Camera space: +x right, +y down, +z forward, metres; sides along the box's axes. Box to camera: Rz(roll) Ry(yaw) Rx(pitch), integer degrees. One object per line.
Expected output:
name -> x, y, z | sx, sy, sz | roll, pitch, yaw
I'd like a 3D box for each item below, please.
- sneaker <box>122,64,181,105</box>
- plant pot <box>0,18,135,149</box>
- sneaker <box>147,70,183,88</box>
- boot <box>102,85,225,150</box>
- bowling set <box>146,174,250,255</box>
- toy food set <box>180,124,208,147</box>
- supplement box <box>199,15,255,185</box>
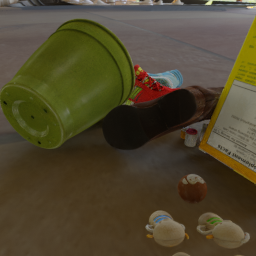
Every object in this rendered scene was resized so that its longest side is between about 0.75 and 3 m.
sneaker -> 0.396, -1.107, 7.760 | 2.946, 1.251, 1.135 | 11, 31, 28
plant pot -> -1.480, -0.867, 6.554 | 2.545, 2.545, 2.450 | 13, 42, 23
sneaker -> 1.007, -1.544, 9.181 | 1.149, 0.700, 1.761 | -27, 34, -35
boot -> 1.265, -0.320, 6.473 | 2.774, 0.956, 2.977 | -14, -1, 45
bowling set -> 0.675, 1.230, 3.132 | 1.942, 1.351, 1.042 | -3, -6, -1
toy food set -> 1.869, 0.098, 6.188 | 1.497, 0.674, 0.715 | 15, 28, 25
supplement box -> 2.659, -0.476, 4.717 | 1.498, 2.736, 1.489 | 9, 18, -35
